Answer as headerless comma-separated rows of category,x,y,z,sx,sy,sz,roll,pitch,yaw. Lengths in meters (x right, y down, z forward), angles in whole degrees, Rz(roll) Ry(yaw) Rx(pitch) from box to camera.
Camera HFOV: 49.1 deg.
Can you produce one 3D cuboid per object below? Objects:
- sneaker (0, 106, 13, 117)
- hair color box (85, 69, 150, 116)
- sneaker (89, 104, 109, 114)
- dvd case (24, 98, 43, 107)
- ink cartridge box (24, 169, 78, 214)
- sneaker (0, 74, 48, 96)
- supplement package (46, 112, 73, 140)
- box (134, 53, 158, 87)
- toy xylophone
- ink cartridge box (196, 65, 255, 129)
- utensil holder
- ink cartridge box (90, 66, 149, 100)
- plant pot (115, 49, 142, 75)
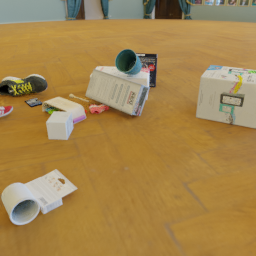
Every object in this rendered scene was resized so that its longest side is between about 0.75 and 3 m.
sneaker,-5.727,-0.837,12.251,1.271,0.715,0.453,-31,47,-28
hair color box,-0.535,-1.674,13.003,2.820,1.396,0.855,24,10,30
sneaker,-1.329,-0.840,13.083,1.016,0.375,0.441,-5,61,-29
dvd case,-4.748,-1.281,14.108,0.644,0.079,0.903,-21,34,-33
ink cartridge box,-2.216,1.776,8.002,1.094,0.278,1.242,-23,36,-35
sneaker,-5.651,-2.111,14.894,2.836,1.056,1.200,-2,32,15
supplement package,-2.682,-0.106,11.107,0.761,0.755,1.003,2,28,3
box,0.721,-3.380,16.323,1.925,1.753,1.002,3,28,6
toy xylophone,-2.796,-0.931,12.863,1.717,0.589,2.345,-23,35,-36
ink cartridge box,4.652,-1.441,12.326,2.694,1.968,1.977,13,31,23
utensil holder,-2.794,1.931,7.245,0.746,0.746,0.878,-19,30,-32
ink cartridge box,-0.363,-2.464,15.121,2.952,1.222,2.162,3,28,6
plant pot,0.116,-3.127,13.755,1.163,1.163,1.093,15,-1,26
